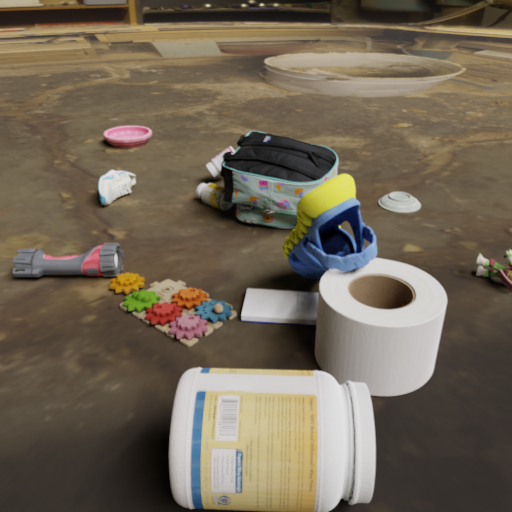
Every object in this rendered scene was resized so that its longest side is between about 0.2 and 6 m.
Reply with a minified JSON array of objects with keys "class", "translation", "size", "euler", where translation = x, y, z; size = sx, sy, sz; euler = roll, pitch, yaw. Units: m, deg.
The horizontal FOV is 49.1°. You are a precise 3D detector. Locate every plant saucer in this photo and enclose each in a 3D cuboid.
[{"class":"plant saucer","translation":[-3.775,-3.492,16.520],"size":[1.388,0.352,1.388],"euler":[0,29,0]},{"class":"plant saucer","translation":[3.204,-1.233,12.494],"size":[0.929,0.233,0.929],"euler":[0,29,0]}]

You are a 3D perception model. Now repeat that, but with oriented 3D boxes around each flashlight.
[{"class":"flashlight","translation":[-3.244,0.076,9.736],"size":[1.776,0.604,0.601],"euler":[1,-1,4]}]

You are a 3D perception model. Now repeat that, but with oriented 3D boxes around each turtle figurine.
[{"class":"turtle figurine","translation":[4.269,0.150,9.542],"size":[0.883,0.910,0.655],"euler":[14,-3,32]}]

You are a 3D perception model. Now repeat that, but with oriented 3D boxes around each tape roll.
[{"class":"tape roll","translation":[1.638,0.923,7.573],"size":[1.657,1.138,1.657],"euler":[0,29,0]}]

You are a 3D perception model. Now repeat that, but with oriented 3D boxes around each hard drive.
[{"class":"hard drive","translation":[0.410,0.802,8.828],"size":[1.196,0.152,0.789],"euler":[3,29,5]}]

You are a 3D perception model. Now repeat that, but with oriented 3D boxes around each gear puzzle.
[{"class":"gear puzzle","translation":[-1.463,0.644,8.960],"size":[2.302,0.301,1.192],"euler":[22,35,34]}]

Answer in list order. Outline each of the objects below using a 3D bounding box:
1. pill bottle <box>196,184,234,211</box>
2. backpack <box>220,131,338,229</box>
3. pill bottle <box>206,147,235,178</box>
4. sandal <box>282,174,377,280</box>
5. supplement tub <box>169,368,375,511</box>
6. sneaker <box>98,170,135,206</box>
[{"class":"pill bottle","translation":[-0.911,-1.332,12.408],"size":[0.854,0.478,0.478],"euler":[24,37,36]},{"class":"backpack","translation":[0.577,-1.533,11.494],"size":[2.174,1.667,1.911],"euler":[7,35,21]},{"class":"pill bottle","translation":[-0.803,-2.246,13.481],"size":[0.764,0.433,0.433],"euler":[-35,34,0]},{"class":"sandal","translation":[1.117,-0.070,8.478],"size":[1.104,2.779,1.210],"euler":[-28,74,-6]},{"class":"supplement tub","translation":[0.157,1.840,5.647],"size":[1.885,1.364,1.364],"euler":[1,29,2]},{"class":"sneaker","translation":[-3.200,-1.591,12.823],"size":[0.596,0.565,1.476],"euler":[4,31,3]}]
